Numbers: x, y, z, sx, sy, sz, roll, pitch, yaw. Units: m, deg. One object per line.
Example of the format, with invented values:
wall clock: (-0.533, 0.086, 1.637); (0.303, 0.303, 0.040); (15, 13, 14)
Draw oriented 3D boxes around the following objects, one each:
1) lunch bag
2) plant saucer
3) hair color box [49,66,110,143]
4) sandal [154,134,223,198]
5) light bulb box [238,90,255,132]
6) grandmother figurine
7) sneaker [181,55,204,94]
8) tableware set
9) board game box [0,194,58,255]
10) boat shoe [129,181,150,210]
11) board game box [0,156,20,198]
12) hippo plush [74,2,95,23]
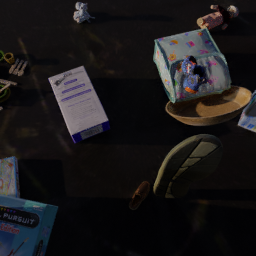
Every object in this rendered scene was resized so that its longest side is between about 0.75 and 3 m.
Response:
lunch bag: (2.046, -1.959, 9.165); (1.949, 1.395, 2.289); (-13, 61, -5)
plant saucer: (2.432, -0.655, 8.526); (2.514, 0.445, 2.514); (-13, 24, 6)
hair color box: (-1.579, -0.790, 9.054); (1.235, 0.732, 2.260); (-22, 69, -9)
sandal: (1.324, 0.947, 7.105); (1.138, 2.866, 0.818); (16, 53, -7)
light bulb box: (4.517, -0.508, 8.402); (1.662, 1.647, 1.037); (24, 66, 9)
grandmother figurine: (3.532, -4.288, 10.832); (1.738, 0.526, 1.054); (-25, 96, -14)
sneaker: (1.865, -1.569, 7.773); (0.540, 0.562, 1.433); (21, 46, -19)
tableware set: (-4.585, -1.755, 9.712); (1.500, 0.342, 2.227); (15, 66, 7)
board game box: (-3.151, 3.106, 6.886); (2.091, 0.650, 2.770); (6, 71, 16)
boat shoe: (0.351, 1.916, 8.014); (0.331, 0.311, 0.920); (31, 69, 14)
board game box: (-3.705, 1.612, 8.194); (0.945, 0.241, 1.406); (-11, 66, -6)
hippo plush: (-1.791, -4.467, 10.814); (0.776, 0.624, 0.618); (33, 69, 14)
